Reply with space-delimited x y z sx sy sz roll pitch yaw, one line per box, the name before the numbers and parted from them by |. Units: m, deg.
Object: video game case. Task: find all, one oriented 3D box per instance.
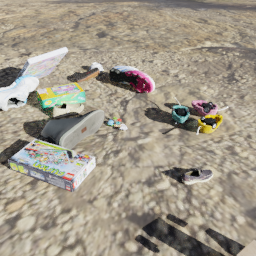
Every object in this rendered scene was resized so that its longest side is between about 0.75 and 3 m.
video game case | -4.005 -2.739 12.724 1.899 0.239 2.652 -32 6 -36

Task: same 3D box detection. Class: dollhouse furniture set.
dollhouse furniture set | 2.348 2.743 5.165 1.612 0.836 0.714 -22 37 -30

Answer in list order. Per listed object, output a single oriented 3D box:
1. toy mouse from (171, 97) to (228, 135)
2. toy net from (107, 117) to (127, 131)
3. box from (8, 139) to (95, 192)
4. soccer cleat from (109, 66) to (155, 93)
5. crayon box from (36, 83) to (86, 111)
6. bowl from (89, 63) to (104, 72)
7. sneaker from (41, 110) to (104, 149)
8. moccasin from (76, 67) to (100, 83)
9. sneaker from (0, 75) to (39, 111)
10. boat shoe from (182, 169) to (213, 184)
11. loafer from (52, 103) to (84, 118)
toy mouse | 2.510 -0.531 10.582 2.639 0.511 2.345 -23 39 -32
toy net | -0.331 -0.111 10.263 0.926 0.179 0.486 29 40 35
box | -2.215 1.040 8.236 2.211 0.384 1.217 14 35 20
soccer cleat | 0.329 -2.435 13.159 2.743 0.958 1.184 26 40 35
crayon box | -2.822 -1.348 11.845 1.810 0.527 1.075 -15 36 -23
bowl | -1.715 -3.266 15.007 0.804 0.378 0.804 1 33 0
sneaker | -1.867 -0.172 9.702 1.180 0.831 2.221 23 41 28
moccasin | -1.978 -2.551 13.814 1.292 0.499 0.473 -35 60 -23
sneaker | -4.528 -1.373 11.752 1.094 0.946 2.525 27 43 16
boat shoe | 1.977 1.319 7.865 0.971 0.315 0.349 -10 34 -16
loafer | -2.345 -0.767 11.005 1.336 0.456 0.506 -22 39 -31
